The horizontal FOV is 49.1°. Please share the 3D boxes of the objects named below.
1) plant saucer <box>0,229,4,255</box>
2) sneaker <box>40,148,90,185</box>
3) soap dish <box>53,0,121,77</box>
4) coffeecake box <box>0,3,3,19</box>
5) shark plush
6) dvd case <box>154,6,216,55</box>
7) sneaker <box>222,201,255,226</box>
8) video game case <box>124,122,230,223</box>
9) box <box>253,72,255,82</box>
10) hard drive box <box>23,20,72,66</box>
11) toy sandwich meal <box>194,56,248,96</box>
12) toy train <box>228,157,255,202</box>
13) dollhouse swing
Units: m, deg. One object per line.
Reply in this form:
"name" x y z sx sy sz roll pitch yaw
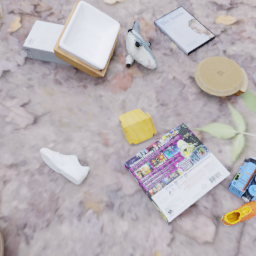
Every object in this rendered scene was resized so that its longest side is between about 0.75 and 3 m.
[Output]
"plant saucer" -4.872 3.827 7.823 2.961 0.436 2.961 -10 55 15
"sneaker" -2.139 1.141 9.568 1.803 0.679 0.798 34 57 8
"soap dish" -1.584 -3.467 11.110 2.080 1.074 2.643 26 63 -20
"coffeecake box" -6.281 -5.467 12.785 0.865 0.412 1.127 -15 65 -7
"shark plush" 0.471 -3.475 11.864 1.143 1.247 2.745 5 41 -19
"dvd case" 2.495 -4.350 12.368 1.639 0.202 2.298 -34 69 -15
"sneaker" 3.610 2.706 8.806 1.363 0.526 0.497 -24 66 -13
"video game case" 1.625 1.411 9.441 2.650 0.475 2.402 -34 69 -15
"box" 5.798 -2.009 10.988 1.344 0.655 0.836 -13 65 -6
"hard drive box" -3.096 -3.552 11.680 1.924 0.739 1.500 13 65 6
"toy sandwich meal" 3.602 -1.945 10.984 2.079 0.712 2.079 -1 63 3
"toy train" 4.055 1.634 9.240 0.928 0.704 1.625 33 68 21
"dollhouse swing" 0.287 -0.073 10.322 1.069 0.940 0.972 -24 108 -11
